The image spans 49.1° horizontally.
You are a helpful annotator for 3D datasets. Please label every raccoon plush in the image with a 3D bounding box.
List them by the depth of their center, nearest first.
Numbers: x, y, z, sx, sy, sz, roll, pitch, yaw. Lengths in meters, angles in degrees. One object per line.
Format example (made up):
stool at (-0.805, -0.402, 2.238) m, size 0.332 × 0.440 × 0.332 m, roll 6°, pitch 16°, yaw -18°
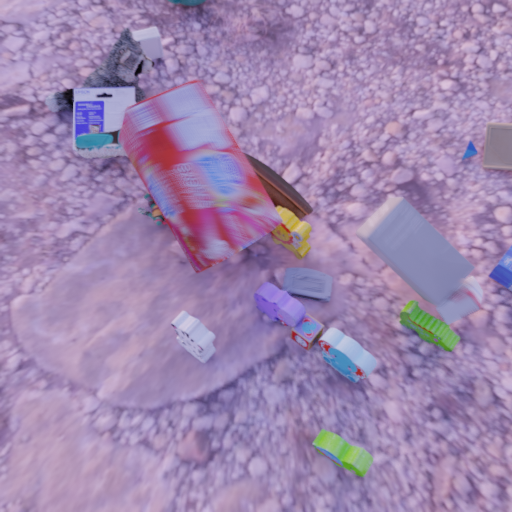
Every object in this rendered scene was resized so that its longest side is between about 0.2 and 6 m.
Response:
raccoon plush at (-3.451, -3.862, 12.122) m, size 2.527 × 1.693 × 1.222 m, roll -17°, pitch 60°, yaw -10°

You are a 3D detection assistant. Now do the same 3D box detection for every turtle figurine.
turtle figurine at (-1.965, -0.910, 11.041) m, size 0.694 × 0.467 × 0.927 m, roll -12°, pitch 48°, yaw -2°

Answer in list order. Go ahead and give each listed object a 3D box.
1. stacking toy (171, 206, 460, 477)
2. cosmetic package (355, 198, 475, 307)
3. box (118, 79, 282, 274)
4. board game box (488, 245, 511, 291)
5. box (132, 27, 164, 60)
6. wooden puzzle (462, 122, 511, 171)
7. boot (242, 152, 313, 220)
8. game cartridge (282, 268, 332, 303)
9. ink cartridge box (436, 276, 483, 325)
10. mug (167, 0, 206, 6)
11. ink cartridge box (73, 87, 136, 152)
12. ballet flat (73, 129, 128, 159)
stacking toy at (0.981, 1.243, 9.458) m, size 4.044 × 0.950 × 3.049 m, roll 34°, pitch 65°, yaw 18°
cosmetic package at (2.726, -0.081, 9.658) m, size 1.792 × 0.808 × 0.957 m, roll 45°, pitch 91°, yaw -9°
box at (-1.040, -1.356, 9.917) m, size 1.466 × 1.404 × 2.941 m, roll -31°, pitch 89°, yaw -22°
board game box at (6.018, 0.179, 10.334) m, size 2.411 × 0.525 × 2.422 m, roll 37°, pitch 65°, yaw 19°
box at (-2.609, -5.092, 13.509) m, size 0.620 × 0.617 × 0.405 m, roll -17°, pitch 60°, yaw -10°
wooden puzzle at (5.423, -2.292, 11.869) m, size 1.859 × 0.217 × 1.254 m, roll 14°, pitch 74°, yaw 17°
boot at (-0.469, -1.518, 11.256) m, size 3.438 × 1.266 × 1.297 m, roll 34°, pitch 97°, yaw 12°
game cartridge at (0.945, 0.514, 10.308) m, size 0.882 × 0.178 × 0.588 m, roll 12°, pitch 60°, yaw 1°
ink cartridge box at (3.532, 0.757, 9.686) m, size 0.355 × 0.625 × 0.858 m, roll 55°, pitch 31°, yaw -1°
mug at (-1.845, -7.065, 14.500) m, size 1.465 × 0.906 × 1.203 m, roll -21°, pitch 67°, yaw -16°
ink cartridge box at (-3.230, -2.919, 12.053) m, size 1.356 × 0.297 × 1.369 m, roll 0°, pitch 87°, yaw 0°
ballet flat at (-2.866, -2.295, 11.614) m, size 1.761 × 0.632 × 0.632 m, roll -2°, pitch 59°, yaw 2°
